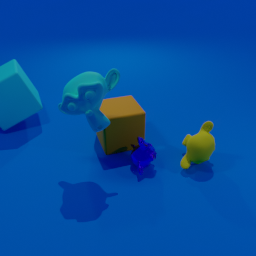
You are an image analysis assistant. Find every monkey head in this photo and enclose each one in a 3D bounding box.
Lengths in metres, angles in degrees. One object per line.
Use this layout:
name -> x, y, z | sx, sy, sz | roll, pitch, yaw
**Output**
monkey head -> 1.647, 0.411, 6.815 | 0.919, 1.277, 0.770 | 32, 3, 37
monkey head -> 0.291, 0.589, 6.706 | 0.621, 0.741, 1.031 | -34, 37, 14
monkey head -> -0.794, -0.551, 5.857 | 1.617, 1.164, 0.975 | -30, 16, 15

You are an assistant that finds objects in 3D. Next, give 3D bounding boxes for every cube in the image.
cube -> -0.235, -0.103, 7.504 | 1.091, 1.091, 1.091 | -10, 34, -16
cube -> -3.466, -0.986, 8.175 | 1.300, 1.300, 1.300 | -31, 37, -5
